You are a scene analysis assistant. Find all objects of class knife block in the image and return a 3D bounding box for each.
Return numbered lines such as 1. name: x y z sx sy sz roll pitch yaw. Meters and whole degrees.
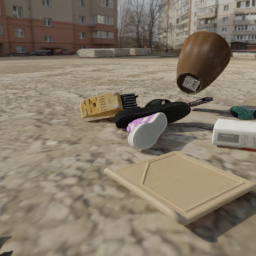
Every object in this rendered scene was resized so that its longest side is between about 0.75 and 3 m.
1. knife block: -0.610 -0.823 10.752 2.047 0.655 1.797 -14 -9 13

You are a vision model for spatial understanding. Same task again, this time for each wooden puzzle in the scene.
1. wooden puzzle: 0.988 1.068 5.456 2.272 0.423 2.102 -7 18 -36

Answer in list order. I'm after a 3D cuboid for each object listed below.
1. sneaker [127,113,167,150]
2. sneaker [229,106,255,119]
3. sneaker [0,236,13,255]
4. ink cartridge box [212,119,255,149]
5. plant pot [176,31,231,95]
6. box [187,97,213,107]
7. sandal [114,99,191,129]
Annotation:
1. sneaker: 0.306 0.163 8.124 1.092 0.694 1.916 -10 13 34
2. sneaker: 4.384 -0.564 10.677 1.311 0.488 0.574 8 5 -10
3. sneaker: -1.806 1.781 2.880 0.851 0.490 1.632 -7 15 -7
4. ink cartridge box: 3.510 0.154 8.386 1.804 0.558 2.224 6 8 19
5. plant pot: 2.793 -2.392 11.134 2.062 2.062 2.206 10 48 28
6. box: 2.982 -1.082 11.725 0.986 0.178 0.705 -16 -6 37
7. sandal: 0.859 -0.608 9.440 2.806 1.055 0.672 -7 58 -19
